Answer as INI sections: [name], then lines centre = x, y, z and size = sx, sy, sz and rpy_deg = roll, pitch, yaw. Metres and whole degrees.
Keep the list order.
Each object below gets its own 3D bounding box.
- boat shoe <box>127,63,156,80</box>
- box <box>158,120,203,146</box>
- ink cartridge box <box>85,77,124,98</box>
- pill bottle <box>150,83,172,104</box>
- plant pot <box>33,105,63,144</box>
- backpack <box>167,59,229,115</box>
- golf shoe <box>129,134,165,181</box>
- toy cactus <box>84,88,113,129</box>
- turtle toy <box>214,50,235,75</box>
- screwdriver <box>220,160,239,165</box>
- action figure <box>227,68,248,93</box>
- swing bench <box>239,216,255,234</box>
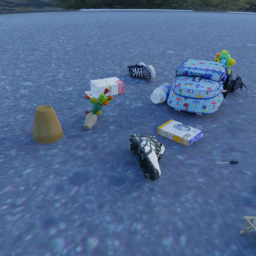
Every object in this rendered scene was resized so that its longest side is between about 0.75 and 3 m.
[boat shoe]
centre = 0.702, -3.143, 15.930
size = 1.061, 0.854, 2.288
rpy_deg = -15, 24, -14
[box]
centre = 1.965, 0.192, 10.351
size = 1.520, 0.315, 0.905
rpy_deg = 26, 38, 34
[ink cartridge box]
centre = -1.205, -2.026, 14.018
size = 1.764, 0.595, 1.027
rpy_deg = -14, 32, -24
[pill bottle]
centre = 1.588, -1.594, 13.134
size = 0.706, 0.706, 1.261
rpy_deg = 18, 35, 29
[plant pot]
centre = -2.956, -0.203, 10.169
size = 1.087, 1.167, 1.087
rpy_deg = 1, 29, 0
[backpack]
centre = 3.022, -1.746, 12.293
size = 2.471, 1.821, 2.707
rpy_deg = 15, 34, 24
[golf shoe]
centre = 0.749, 0.780, 8.735
size = 1.036, 0.853, 2.193
rpy_deg = -7, 31, -12
[toy cactus]
centre = -1.354, -0.735, 11.047
size = 0.974, 1.904, 1.571
rpy_deg = 32, 64, -19
[turtle toy]
centre = 4.639, -3.128, 14.063
size = 0.768, 1.519, 1.107
rpy_deg = -5, 47, -16
[screwdriver]
centre = 3.033, 1.076, 8.566
size = 0.965, 0.135, 0.140
rpy_deg = -3, 57, -31
[action figure]
centre = 4.773, -2.525, 14.205
size = 2.644, 1.349, 1.572
rpy_deg = 11, 20, 22
[swing bench]
centre = 3.122, 2.367, 6.164
size = 0.873, 0.567, 0.869
rpy_deg = -7, 30, -14
